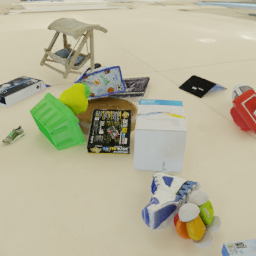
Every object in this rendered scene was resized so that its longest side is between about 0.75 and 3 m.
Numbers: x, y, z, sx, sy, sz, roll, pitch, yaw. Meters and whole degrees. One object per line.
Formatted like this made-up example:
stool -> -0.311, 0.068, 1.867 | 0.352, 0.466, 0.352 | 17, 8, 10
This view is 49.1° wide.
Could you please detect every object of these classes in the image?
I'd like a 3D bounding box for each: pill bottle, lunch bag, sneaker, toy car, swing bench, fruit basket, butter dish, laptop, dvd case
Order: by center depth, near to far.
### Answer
toy car -> 1.370, 1.885, 5.842 | 0.787, 0.918, 1.049 | -22, 10, 45
sneaker -> 0.794, 1.572, 6.452 | 1.008, 0.705, 1.745 | 23, 30, 39
sneaker -> -3.703, 0.186, 8.992 | 0.327, 0.377, 0.851 | 14, 33, 22
fruit basket -> -1.927, -0.489, 8.998 | 2.068, 1.491, 2.068 | -9, 39, 8
butter dish -> 4.014, -0.449, 9.579 | 1.342, 0.992, 1.338 | -30, 82, -33
pill bottle -> 4.485, -1.120, 10.703 | 0.876, 0.876, 1.583 | 3, 31, 4
lunch bag -> -1.243, -1.803, 11.057 | 1.980, 1.226, 1.684 | -16, 13, -4
dvd case -> 0.092, -1.808, 12.397 | 1.535, 0.165, 2.065 | -1, 29, 14
laptop -> 3.374, -1.805, 12.655 | 1.569, 0.810, 1.390 | -41, 43, -13
swing bench -> -2.642, -3.811, 13.191 | 1.707, 2.631, 2.617 | 1, 22, -44

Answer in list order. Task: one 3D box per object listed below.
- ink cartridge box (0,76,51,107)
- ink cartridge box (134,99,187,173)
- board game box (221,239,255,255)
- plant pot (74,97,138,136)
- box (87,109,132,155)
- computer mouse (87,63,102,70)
ink cartridge box -> -4.669, -1.722, 12.124 | 1.288, 0.508, 2.590 | 15, 33, 24
ink cartridge box -> 0.906, 0.170, 8.052 | 1.345, 1.351, 1.841 | 3, 30, 4
board game box -> 2.649, 2.636, 4.901 | 1.472, 0.319, 1.465 | -4, 31, -7
plant pot -> -0.800, -0.533, 10.229 | 2.743, 0.377, 2.743 | 0, 30, 0
box -> -0.543, 0.083, 8.746 | 1.280, 0.396, 1.603 | 2, 48, 0
computer mouse -> -1.729, -3.327, 15.077 | 0.609, 0.232, 0.879 | 14, 33, 24
